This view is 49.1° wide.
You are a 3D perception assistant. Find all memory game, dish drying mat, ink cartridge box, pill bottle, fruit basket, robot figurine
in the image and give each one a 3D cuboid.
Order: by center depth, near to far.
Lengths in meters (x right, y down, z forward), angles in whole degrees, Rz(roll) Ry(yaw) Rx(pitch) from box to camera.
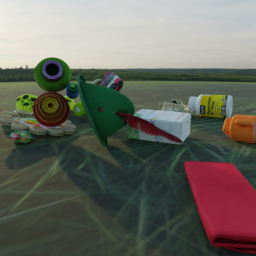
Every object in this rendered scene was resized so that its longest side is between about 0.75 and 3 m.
[{"bbox_3d":[1.708,1.180,4.947,1.148,0.272,2.989,2,11,5],"label":"dish drying mat"},{"bbox_3d":[-3.415,0.244,8.736,0.728,0.369,0.786,2,-8,13],"label":"fruit basket"},{"bbox_3d":[3.794,0.034,8.819,1.465,1.054,0.855,10,37,38],"label":"robot figurine"},{"bbox_3d":[1.070,-0.079,9.364,1.819,0.796,1.322,4,17,24],"label":"ink cartridge box"},{"bbox_3d":[-3.282,-0.233,10.190,2.839,0.181,2.839,14,12,-3],"label":"memory game"},{"bbox_3d":[-4.517,-0.376,11.532,1.162,0.498,0.858,9,15,28],"label":"ink cartridge box"},{"bbox_3d":[3.891,-1.037,13.254,1.900,1.068,1.068,5,13,26],"label":"pill bottle"}]

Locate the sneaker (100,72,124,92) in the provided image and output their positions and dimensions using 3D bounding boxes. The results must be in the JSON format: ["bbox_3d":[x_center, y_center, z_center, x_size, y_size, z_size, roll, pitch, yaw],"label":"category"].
[{"bbox_3d":[-0.847,-1.211,10.213,0.671,1.798,0.725,46,28,18],"label":"sneaker"}]

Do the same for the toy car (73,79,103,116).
[{"bbox_3d":[-0.922,-0.952,12.898,2.350,1.854,1.931,36,29,17],"label":"toy car"}]

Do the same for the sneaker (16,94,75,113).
[{"bbox_3d":[-4.095,-1.070,14.006,2.966,1.099,1.240,3,-3,1],"label":"sneaker"}]

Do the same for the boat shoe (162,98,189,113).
[{"bbox_3d":[2.364,-1.003,13.560,0.933,0.840,2.585,8,13,31],"label":"boat shoe"}]

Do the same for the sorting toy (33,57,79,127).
[{"bbox_3d":[-2.486,-1.358,9.676,1.578,2.625,1.078,0,-9,-13],"label":"sorting toy"}]

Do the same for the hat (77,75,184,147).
[{"bbox_3d":[0.050,-0.718,8.220,2.276,2.586,2.142,-19,47,3],"label":"hat"}]

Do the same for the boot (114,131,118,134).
[{"bbox_3d":[-0.454,-0.244,9.499,0.769,1.052,0.369,-3,37,51],"label":"boot"}]
